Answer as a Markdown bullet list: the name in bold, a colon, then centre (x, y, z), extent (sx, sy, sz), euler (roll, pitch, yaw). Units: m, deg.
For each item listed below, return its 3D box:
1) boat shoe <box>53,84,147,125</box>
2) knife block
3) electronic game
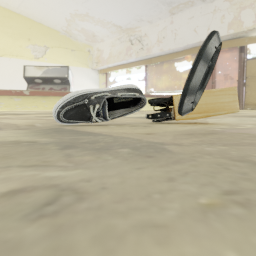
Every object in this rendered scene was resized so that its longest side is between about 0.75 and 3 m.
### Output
- **boat shoe**: centre (-0.865, -0.625, 8.800), extent (2.983, 1.070, 1.011), euler (-12, 31, -10)
- **knife block**: centre (2.005, -0.742, 9.606), extent (2.385, 0.869, 2.717), euler (-5, -3, -35)
- **electronic game**: centre (1.566, -1.169, 6.196), extent (0.407, 1.957, 1.957), euler (25, 12, 16)
